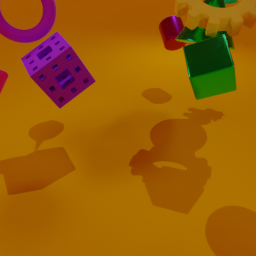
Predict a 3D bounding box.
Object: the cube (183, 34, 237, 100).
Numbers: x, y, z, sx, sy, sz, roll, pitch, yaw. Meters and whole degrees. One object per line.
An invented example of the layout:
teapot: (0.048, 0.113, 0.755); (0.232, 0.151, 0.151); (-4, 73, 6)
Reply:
cube: (1.788, -1.300, 6.114); (0.900, 0.900, 0.900); (-13, 59, 18)

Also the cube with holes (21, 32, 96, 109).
cube with holes: (-1.667, -1.390, 6.715); (1.091, 1.091, 1.091); (-38, 45, -2)

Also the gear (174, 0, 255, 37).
gear: (2.100, -3.002, 6.492); (2.022, 0.374, 2.022); (-1, 63, 3)

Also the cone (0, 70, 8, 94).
cone: (-2.757, -0.612, 5.463); (0.865, 0.868, 0.865); (-9, -6, -1)

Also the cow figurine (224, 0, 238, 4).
cow figurine: (3.597, -4.456, 8.453); (1.413, 0.788, 1.436); (-1, 63, 21)

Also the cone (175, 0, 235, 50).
cone: (2.296, -3.135, 7.684); (1.669, 1.675, 1.669); (9, 16, -3)

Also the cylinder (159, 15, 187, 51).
cylinder: (1.622, -3.390, 10.046); (0.876, 0.876, 0.876); (-9, 69, -12)

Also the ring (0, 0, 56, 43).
ring: (-2.434, -2.749, 6.436); (1.550, 1.550, 0.310); (-15, 32, -20)
